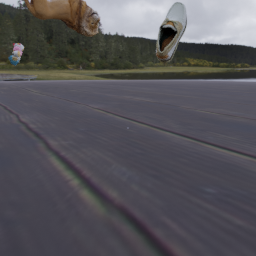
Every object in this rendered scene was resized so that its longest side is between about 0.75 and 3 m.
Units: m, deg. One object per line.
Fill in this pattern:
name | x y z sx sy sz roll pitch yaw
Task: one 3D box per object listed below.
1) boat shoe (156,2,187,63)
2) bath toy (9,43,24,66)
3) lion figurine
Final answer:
boat shoe | 1.755 -3.926 11.189 0.945 2.530 0.865 13 -4 16
bath toy | -3.914 -2.659 9.830 0.377 0.444 1.021 33 35 -34
lion figurine | -1.412 -2.419 5.595 1.782 1.091 0.646 -8 9 -31
